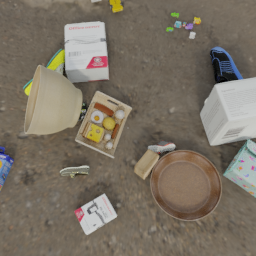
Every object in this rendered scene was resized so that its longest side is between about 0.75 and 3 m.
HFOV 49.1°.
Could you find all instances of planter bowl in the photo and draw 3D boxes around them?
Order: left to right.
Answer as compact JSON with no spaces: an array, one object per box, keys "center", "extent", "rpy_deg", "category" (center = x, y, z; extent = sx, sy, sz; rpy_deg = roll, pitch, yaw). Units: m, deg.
[{"center":[-2.767,-0.897,10.616],"extent":[1.725,2.563,2.563],"rpy_deg":[12,63,-25],"category":"planter bowl"}]

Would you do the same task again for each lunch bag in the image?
[{"center":[4.666,1.405,10.356],"extent":[1.475,1.056,1.731],"rpy_deg":[37,69,15],"category":"lunch bag"}]

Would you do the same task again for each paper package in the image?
[{"center":[0.691,1.354,10.422],"extent":[0.500,0.967,0.922],"rpy_deg":[37,72,15],"category":"paper package"}]

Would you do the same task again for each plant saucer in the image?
[{"center":[2.110,2.102,10.364],"extent":[2.598,0.475,2.598],"rpy_deg":[0,66,1],"category":"plant saucer"}]

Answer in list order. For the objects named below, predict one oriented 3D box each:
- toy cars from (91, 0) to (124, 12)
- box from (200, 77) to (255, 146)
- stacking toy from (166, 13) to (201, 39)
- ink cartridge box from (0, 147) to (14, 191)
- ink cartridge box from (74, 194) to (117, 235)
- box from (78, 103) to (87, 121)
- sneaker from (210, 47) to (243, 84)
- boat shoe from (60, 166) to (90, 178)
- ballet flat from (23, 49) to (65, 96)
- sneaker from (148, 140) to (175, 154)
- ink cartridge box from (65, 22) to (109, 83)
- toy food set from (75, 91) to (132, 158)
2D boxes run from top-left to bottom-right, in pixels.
[{"center":[-1.169,-6.480,14.175],"extent":[2.524,0.559,1.131],"rpy_deg":[31,70,17],"category":"toy cars"},{"center":[4.248,-0.604,10.547],"extent":[2.346,2.334,1.533],"rpy_deg":[-10,66,-5],"category":"box"},{"center":[2.691,-4.978,13.621],"extent":[1.507,0.354,1.136],"rpy_deg":[16,65,9],"category":"stacking toy"},{"center":[-5.107,1.489,10.575],"extent":[1.092,0.611,1.600],"rpy_deg":[13,65,6],"category":"ink cartridge box"},{"center":[-1.125,3.033,9.917],"extent":[1.241,0.517,0.901],"rpy_deg":[-29,69,-12],"category":"ink cartridge box"},{"center":[-2.079,-0.649,11.749],"extent":[0.763,0.181,0.737],"rpy_deg":[-11,64,-5],"category":"box"},{"center":[4.110,-2.519,12.227],"extent":[0.921,0.829,2.363],"rpy_deg":[-20,69,-17],"category":"sneaker"},{"center":[-2.004,1.688,10.588],"extent":[1.111,0.397,0.332],"rpy_deg":[-7,61,-7],"category":"boat shoe"},{"center":[-3.393,-2.285,12.224],"extent":[0.869,0.866,2.593],"rpy_deg":[40,73,-7],"category":"ballet flat"},{"center":[1.313,0.713,11.103],"extent":[1.077,0.415,0.441],"rpy_deg":[-4,39,-2],"category":"sneaker"},{"center":[-1.838,-3.387,12.493],"extent":[1.805,1.036,2.485],"rpy_deg":[-5,66,-2],"category":"ink cartridge box"},{"center":[-0.906,-0.141,10.943],"extent":[1.628,0.685,2.269],"rpy_deg":[25,66,-13],"category":"toy food set"}]
